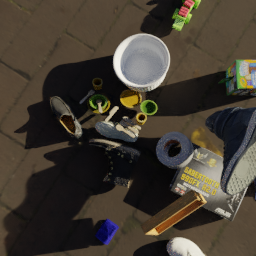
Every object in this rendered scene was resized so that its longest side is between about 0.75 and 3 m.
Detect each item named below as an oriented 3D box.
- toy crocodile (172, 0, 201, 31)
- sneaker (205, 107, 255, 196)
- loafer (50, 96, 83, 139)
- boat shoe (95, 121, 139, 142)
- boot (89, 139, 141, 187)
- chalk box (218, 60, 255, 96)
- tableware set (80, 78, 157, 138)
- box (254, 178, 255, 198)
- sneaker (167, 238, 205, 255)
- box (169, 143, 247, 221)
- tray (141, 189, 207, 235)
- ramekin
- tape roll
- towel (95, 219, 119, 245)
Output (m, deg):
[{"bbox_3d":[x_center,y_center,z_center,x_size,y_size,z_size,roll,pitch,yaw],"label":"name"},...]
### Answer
[{"bbox_3d":[2.337,-4.782,11.085,0.689,0.630,2.040,29,84,4],"label":"toy crocodile"},{"bbox_3d":[3.278,0.612,9.176,1.113,2.116,2.928,32,81,-28],"label":"sneaker"},{"bbox_3d":[-2.334,-0.458,10.486,0.682,0.678,1.875,-39,83,-4],"label":"loafer"},{"bbox_3d":[-0.402,0.071,10.515,1.641,0.491,0.587,16,123,5],"label":"boat shoe"},{"bbox_3d":[-0.621,1.259,10.225,1.944,0.712,1.464,16,80,-7],"label":"boot"},{"bbox_3d":[4.321,-1.852,10.459,1.769,1.104,1.097,1,83,-1],"label":"chalk box"},{"bbox_3d":[-0.331,-0.961,10.465,2.664,0.409,1.795,33,65,12],"label":"tableware set"},{"bbox_3d":[5.303,1.667,10.395,1.234,0.330,2.037,-3,84,0],"label":"box"},{"bbox_3d":[2.432,4.734,9.603,2.424,1.072,0.912,38,85,5],"label":"sneaker"},{"bbox_3d":[2.991,1.939,10.211,2.441,0.590,1.933,27,84,3],"label":"box"},{"bbox_3d":[1.460,2.723,8.946,2.019,0.996,0.374,-38,56,12],"label":"tray"},{"bbox_3d":[0.519,-2.346,10.475,2.044,0.996,2.044,-1,80,7],"label":"ramekin"},{"bbox_3d":[1.683,0.797,10.131,1.297,0.429,1.297,-13,63,26],"label":"tape roll"},{"bbox_3d":[-0.765,3.768,10.175,0.573,0.192,0.775,34,84,3],"label":"towel"}]
